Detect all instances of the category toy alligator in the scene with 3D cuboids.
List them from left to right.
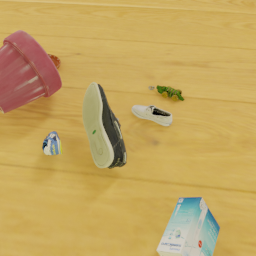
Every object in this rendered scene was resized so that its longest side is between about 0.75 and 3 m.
[{"bbox_3d":[1.348,-1.311,9.849,1.404,0.337,0.465,21,50,18],"label":"toy alligator"}]

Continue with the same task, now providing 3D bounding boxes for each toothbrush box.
[{"bbox_3d":[1.291,2.274,5.778,0.588,1.009,1.378,-14,27,42],"label":"toothbrush box"}]

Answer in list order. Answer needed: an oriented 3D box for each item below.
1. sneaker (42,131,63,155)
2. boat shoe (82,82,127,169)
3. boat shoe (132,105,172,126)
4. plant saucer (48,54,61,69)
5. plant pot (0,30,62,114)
[{"bbox_3d":[-2.182,0.422,7.887,0.510,0.458,1.240,-14,19,-18],"label":"sneaker"},{"bbox_3d":[-0.667,-0.097,7.829,0.865,0.919,2.559,6,59,-42],"label":"boat shoe"},{"bbox_3d":[0.780,-0.528,9.033,1.409,0.461,0.518,18,50,16],"label":"boat shoe"},{"bbox_3d":[-3.206,-2.560,11.023,1.098,0.177,1.098,7,46,-7],"label":"plant saucer"},{"bbox_3d":[-3.543,-1.588,8.815,2.204,2.204,1.972,36,66,28],"label":"plant pot"}]
